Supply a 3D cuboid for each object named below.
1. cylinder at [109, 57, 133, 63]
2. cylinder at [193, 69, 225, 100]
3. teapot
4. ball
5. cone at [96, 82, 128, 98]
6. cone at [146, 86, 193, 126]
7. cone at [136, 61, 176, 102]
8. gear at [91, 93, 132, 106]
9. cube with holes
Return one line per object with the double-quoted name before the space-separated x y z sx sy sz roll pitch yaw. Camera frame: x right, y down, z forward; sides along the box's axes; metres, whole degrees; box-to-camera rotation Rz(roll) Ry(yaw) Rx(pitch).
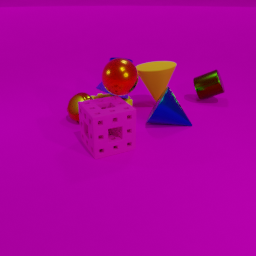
"cylinder" -0.337 -2.437 12.040 1.021 1.021 1.021 6 6 -1
"cylinder" 2.998 -1.587 10.361 0.900 0.900 0.900 -18 18 26
"teapot" -1.459 -0.622 8.914 1.521 0.946 0.745 -5 -16 30
"ball" -0.216 -1.405 7.728 1.021 1.021 1.021 0 26 0
"cone" -0.372 -1.777 9.695 1.188 1.192 1.188 18 11 -4
"cone" 1.441 -0.400 8.606 1.298 1.293 1.293 31 29 -2
"cone" 1.000 -1.463 9.741 1.411 1.416 1.411 -6 24 3
"gear" -0.667 -0.853 9.922 1.616 0.299 1.616 0 26 0
"cube with holes" -0.555 -0.062 7.347 1.140 1.140 1.140 -12 28 -23
